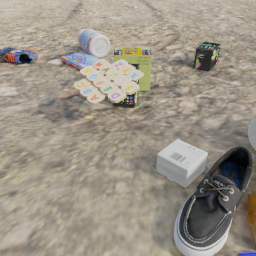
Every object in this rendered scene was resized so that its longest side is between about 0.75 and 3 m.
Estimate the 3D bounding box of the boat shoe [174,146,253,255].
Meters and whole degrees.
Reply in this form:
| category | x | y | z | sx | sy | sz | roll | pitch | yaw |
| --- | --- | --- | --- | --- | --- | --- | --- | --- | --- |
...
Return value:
| category | x | y | z | sx | sy | sz | roll | pitch | yaw |
| --- | --- | --- | --- | --- | --- | --- | --- | --- | --- |
| boat shoe | 1.903 | 1.321 | 5.777 | 1.033 | 0.979 | 2.955 | 25 | 40 | 33 |

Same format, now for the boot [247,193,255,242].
| category | x | y | z | sx | sy | sz | roll | pitch | yaw |
| --- | --- | --- | --- | --- | --- | --- | --- | --- | --- |
| boot | 3.285 | 1.776 | 5.342 | 1.838 | 0.647 | 1.315 | 3 | 38 | 16 |

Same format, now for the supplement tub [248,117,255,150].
| category | x | y | z | sx | sy | sz | roll | pitch | yaw |
| --- | --- | --- | --- | --- | --- | --- | --- | --- | --- |
| supplement tub | 4.417 | -0.033 | 7.630 | 2.026 | 1.242 | 1.242 | -17 | 37 | -24 |

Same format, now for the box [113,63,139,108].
| category | x | y | z | sx | sy | sz | roll | pitch | yaw |
| --- | --- | --- | --- | --- | --- | --- | --- | --- | --- |
| box | -0.063 | -1.500 | 9.831 | 0.806 | 1.296 | 0.963 | 5 | 33 | 8 |

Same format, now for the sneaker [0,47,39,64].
| category | x | y | z | sx | sy | sz | roll | pitch | yaw |
| --- | --- | --- | --- | --- | --- | --- | --- | --- | --- |
| sneaker | -5.322 | -3.421 | 13.370 | 1.950 | 0.735 | 0.765 | -4 | 38 | -3 |

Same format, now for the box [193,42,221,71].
| category | x | y | z | sx | sy | sz | roll | pitch | yaw |
| --- | --- | --- | --- | --- | --- | --- | --- | --- | --- |
| box | 3.671 | -3.349 | 12.987 | 0.803 | 0.959 | 1.292 | 17 | 37 | 25 |

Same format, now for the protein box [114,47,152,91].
| category | x | y | z | sx | sy | sz | roll | pitch | yaw |
| --- | --- | --- | --- | --- | --- | --- | --- | --- | --- |
| protein box | 0.157 | -2.310 | 10.949 | 1.423 | 1.433 | 0.967 | -1 | 33 | -1 |

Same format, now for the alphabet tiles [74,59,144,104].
| category | x | y | z | sx | sy | sz | roll | pitch | yaw |
| --- | --- | --- | --- | --- | --- | --- | --- | --- | --- |
| alphabet tiles | -0.576 | -1.442 | 8.292 | 1.883 | 0.141 | 1.926 | -32 | 52 | -20 |

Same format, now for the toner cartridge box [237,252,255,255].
| category | x | y | z | sx | sy | sz | roll | pitch | yaw |
| --- | --- | --- | --- | --- | --- | --- | --- | --- | --- |
| toner cartridge box | 2.374 | 2.794 | 4.013 | 0.954 | 0.434 | 2.009 | -3 | 33 | -2 |

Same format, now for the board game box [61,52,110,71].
| category | x | y | z | sx | sy | sz | roll | pitch | yaw |
| --- | --- | --- | --- | --- | --- | --- | --- | --- | --- |
| board game box | -1.977 | -3.088 | 13.251 | 1.284 | 0.243 | 2.495 | -24 | 40 | -34 |

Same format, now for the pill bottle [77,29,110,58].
| category | x | y | z | sx | sy | sz | roll | pitch | yaw |
| --- | --- | --- | --- | --- | --- | --- | --- | --- | --- |
| pill bottle | -1.871 | -4.480 | 14.575 | 1.151 | 1.151 | 2.117 | -18 | 36 | -25 |

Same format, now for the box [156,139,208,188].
| category | x | y | z | sx | sy | sz | roll | pitch | yaw |
| --- | --- | --- | --- | --- | --- | --- | --- | --- | --- |
| box | 1.316 | 0.842 | 6.884 | 0.893 | 0.587 | 0.898 | 27 | 42 | 35 |
